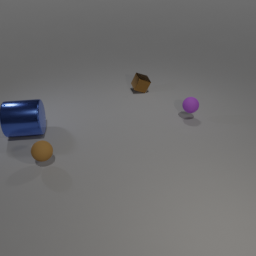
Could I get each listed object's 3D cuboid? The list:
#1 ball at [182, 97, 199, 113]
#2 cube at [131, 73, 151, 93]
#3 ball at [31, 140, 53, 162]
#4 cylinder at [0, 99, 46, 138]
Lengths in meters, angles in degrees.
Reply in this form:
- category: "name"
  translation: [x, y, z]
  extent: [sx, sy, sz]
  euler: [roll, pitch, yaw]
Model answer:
- category: "ball"
  translation: [2.685, -0.984, 11.985]
  extent: [0.700, 0.700, 0.700]
  euler: [0, 31, 0]
- category: "cube"
  translation: [0.672, -2.364, 14.671]
  extent: [0.700, 0.700, 0.700]
  euler: [10, 36, -26]
- category: "ball"
  translation: [-2.841, 0.761, 9.256]
  extent: [0.700, 0.700, 0.700]
  euler: [0, 31, 0]
- category: "cylinder"
  translation: [-4.033, -0.380, 10.873]
  extent: [1.400, 1.400, 1.400]
  euler: [-5, 31, -6]
